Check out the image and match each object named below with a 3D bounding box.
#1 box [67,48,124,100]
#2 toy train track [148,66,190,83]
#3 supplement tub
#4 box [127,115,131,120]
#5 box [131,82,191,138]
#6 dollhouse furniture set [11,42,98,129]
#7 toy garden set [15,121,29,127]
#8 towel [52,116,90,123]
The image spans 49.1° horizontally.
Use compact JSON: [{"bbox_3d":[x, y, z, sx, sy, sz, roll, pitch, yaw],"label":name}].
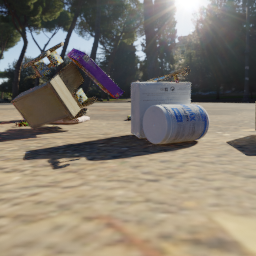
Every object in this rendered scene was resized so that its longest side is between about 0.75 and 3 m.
[{"bbox_3d":[-1.284,-2.127,10.990,2.236,0.437,1.530,43,-2,-33],"label":"box"},{"bbox_3d":[1.153,-1.397,8.012,0.952,0.270,1.659,-30,15,-28],"label":"toy train track"},{"bbox_3d":[1.216,-0.115,7.012,1.466,0.967,0.967,-4,8,-35],"label":"supplement tub"},{"bbox_3d":[0.452,-0.521,13.830,0.738,0.204,1.081,2,7,14],"label":"box"},{"bbox_3d":[0.915,-0.557,8.112,1.541,1.550,1.013,-3,9,-14],"label":"box"},{"bbox_3d":[-2.303,-1.473,10.043,1.974,2.604,2.971,-14,29,32],"label":"dollhouse furniture set"},{"bbox_3d":[-4.053,-0.192,11.027,0.792,0.190,0.950,-6,9,-43],"label":"toy garden set"},{"bbox_3d":[-2.606,-0.372,12.375,1.494,0.252,1.564,0,6,9],"label":"towel"}]
